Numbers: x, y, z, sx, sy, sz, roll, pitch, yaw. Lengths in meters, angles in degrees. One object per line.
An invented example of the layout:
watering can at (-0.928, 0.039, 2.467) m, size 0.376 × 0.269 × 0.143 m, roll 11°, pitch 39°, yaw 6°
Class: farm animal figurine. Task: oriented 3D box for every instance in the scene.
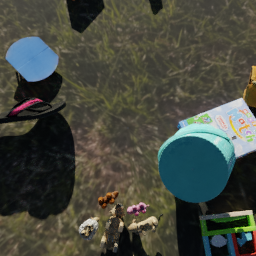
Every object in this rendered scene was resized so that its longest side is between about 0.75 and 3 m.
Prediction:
farm animal figurine at (-0.205, 2.713, 7.981) m, size 1.835 × 0.957 × 1.815 m, roll 33°, pitch 87°, yaw 3°

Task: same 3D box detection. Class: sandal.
sandal at (-3.359, -0.591, 8.867) m, size 2.748 × 1.032 × 0.619 m, roll -11°, pitch 107°, yaw -7°

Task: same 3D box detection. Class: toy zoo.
toy zoo at (3.017, 3.657, 7.961) m, size 1.567 × 0.244 × 2.388 m, roll -6°, pitch 72°, yaw -2°

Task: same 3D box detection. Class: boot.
boot at (4.820, -0.662, 9.172) m, size 1.998 × 0.982 × 2.791 m, roll 5°, pitch 83°, yaw 17°

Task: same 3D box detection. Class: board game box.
board game box at (-3.346, -2.396, 9.955) m, size 1.782 × 0.347 × 1.408 m, roll 44°, pitch 72°, yaw 7°
board game box at (3.019, 0.210, 8.949) m, size 2.315 × 0.424 × 1.751 m, roll -21°, pitch 67°, yaw -7°

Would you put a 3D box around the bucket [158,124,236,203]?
bucket at (1.885, 0.950, 7.783) m, size 2.123 × 1.381 × 2.123 m, roll 4°, pitch 100°, yaw 22°
